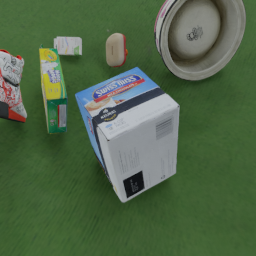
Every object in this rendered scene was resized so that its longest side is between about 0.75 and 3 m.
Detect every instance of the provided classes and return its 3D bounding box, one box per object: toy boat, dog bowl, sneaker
[{"bbox_3d":[-0.280,-2.517,9.159,0.708,0.710,1.086,-1,91,37],"label":"toy boat"},{"bbox_3d":[2.049,-2.939,8.482,2.818,2.818,1.039,-18,37,-11],"label":"dog bowl"},{"bbox_3d":[-2.983,-0.989,7.000,0.958,2.869,1.538,12,86,-10],"label":"sneaker"}]

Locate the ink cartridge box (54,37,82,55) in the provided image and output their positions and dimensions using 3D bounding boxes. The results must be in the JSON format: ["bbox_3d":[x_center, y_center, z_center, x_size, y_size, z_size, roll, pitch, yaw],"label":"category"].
[{"bbox_3d":[-2.083,-2.769,9.477,0.980,0.330,0.574,2,100,5],"label":"ink cartridge box"}]

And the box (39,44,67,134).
[{"bbox_3d":[-2.144,-1.169,7.914,0.574,1.393,2.374,-7,53,-19],"label":"box"}]

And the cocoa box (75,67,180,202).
[{"bbox_3d":[0.042,0.200,6.441,1.623,2.434,1.597,-26,50,-14],"label":"cocoa box"}]
